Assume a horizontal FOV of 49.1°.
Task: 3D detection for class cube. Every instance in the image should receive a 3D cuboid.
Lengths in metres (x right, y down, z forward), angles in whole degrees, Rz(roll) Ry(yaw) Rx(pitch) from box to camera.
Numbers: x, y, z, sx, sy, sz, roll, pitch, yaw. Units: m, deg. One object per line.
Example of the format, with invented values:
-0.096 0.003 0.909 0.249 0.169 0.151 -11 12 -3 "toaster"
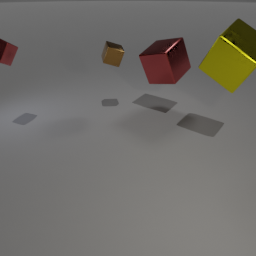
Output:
-0.627 -3.015 11.419 0.700 0.700 0.700 10 35 -21 "cube"
3.383 -2.263 8.836 1.400 1.400 1.400 40 58 9 "cube"
1.567 -2.786 11.734 1.400 1.400 1.400 9 44 43 "cube"
-4.199 -2.551 9.214 0.700 0.700 0.700 26 6 3 "cube"
